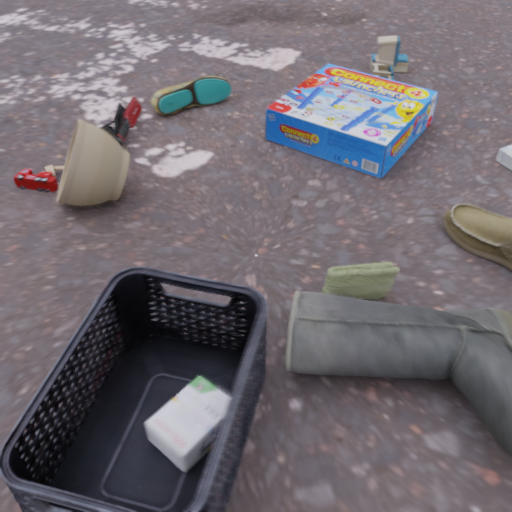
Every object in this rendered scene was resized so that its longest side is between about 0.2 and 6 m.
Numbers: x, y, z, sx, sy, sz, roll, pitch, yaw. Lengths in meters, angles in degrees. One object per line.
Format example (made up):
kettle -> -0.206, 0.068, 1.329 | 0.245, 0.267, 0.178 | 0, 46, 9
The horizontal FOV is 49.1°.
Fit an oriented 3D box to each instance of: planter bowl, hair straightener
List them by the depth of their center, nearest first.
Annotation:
planter bowl -> -3.012, -1.626, 10.520 | 1.063, 1.580, 1.580 | 15, 37, -23
hair straightener -> -3.166, -2.751, 12.559 | 0.869, 0.462, 2.259 | -16, 44, 18

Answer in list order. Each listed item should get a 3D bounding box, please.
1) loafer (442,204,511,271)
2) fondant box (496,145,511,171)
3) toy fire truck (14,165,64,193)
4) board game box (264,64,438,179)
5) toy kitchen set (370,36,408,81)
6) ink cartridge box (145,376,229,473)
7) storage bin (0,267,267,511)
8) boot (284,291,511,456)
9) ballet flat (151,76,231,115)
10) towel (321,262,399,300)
loafer -> 4.286, -0.317, 9.409 | 0.919, 0.815, 2.416 | -32, 51, -31
fondant box -> 5.672, -1.943, 11.616 | 0.767, 0.310, 1.063 | -20, 46, -21
toy fire truck -> -4.162, -1.626, 11.280 | 1.156, 0.282, 0.815 | 8, 42, 10
board game box -> 2.148, -3.141, 12.568 | 2.881, 0.805, 2.821 | 24, 47, 24
toy kitchen set -> 3.543, -5.217, 14.496 | 0.990, 1.347, 1.681 | 4, 42, 6
ink cartridge box -> -0.784, 2.053, 6.907 | 0.689, 0.415, 0.949 | 29, 46, 29
storage bin -> -1.182, 1.774, 6.596 | 2.094, 1.452, 3.098 | 10, 42, 11
boot -> 1.896, 1.389, 7.214 | 3.053, 1.108, 2.776 | 9, 25, 1
ballet flat -> -1.606, -3.952, 13.635 | 2.051, 0.725, 0.725 | -23, 47, -23
towel -> 1.570, 0.420, 8.569 | 1.100, 0.816, 0.201 | -2, 50, -7
